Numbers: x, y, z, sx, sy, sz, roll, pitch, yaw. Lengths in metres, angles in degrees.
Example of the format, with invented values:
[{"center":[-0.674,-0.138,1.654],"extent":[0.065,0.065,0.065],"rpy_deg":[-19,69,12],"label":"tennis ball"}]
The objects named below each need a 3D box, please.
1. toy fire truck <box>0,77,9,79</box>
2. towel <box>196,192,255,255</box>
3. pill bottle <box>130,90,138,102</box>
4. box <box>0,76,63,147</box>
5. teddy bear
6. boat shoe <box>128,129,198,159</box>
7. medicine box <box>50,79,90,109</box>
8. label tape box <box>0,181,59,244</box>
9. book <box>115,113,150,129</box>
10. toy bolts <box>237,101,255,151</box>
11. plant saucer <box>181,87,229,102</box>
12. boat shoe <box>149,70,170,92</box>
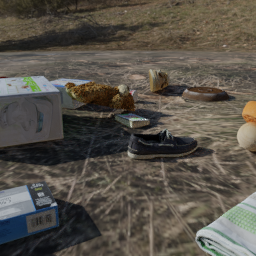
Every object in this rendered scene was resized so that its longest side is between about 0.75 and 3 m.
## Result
[{"center":[-5.021,-1.045,10.210],"extent":[2.103,1.179,1.766],"rpy_deg":[-7,-4,-22],"label":"toy fire truck"},{"center":[2.295,1.394,3.855],"extent":[2.328,0.357,1.737],"rpy_deg":[-16,25,-39],"label":"towel"},{"center":[-0.065,-1.386,11.829],"extent":[0.913,0.506,0.506],"rpy_deg":[11,22,28],"label":"pill bottle"},{"center":[-3.475,-0.619,8.114],"extent":[2.576,1.411,2.919],"rpy_deg":[-9,21,-23],"label":"box"},{"center":[-0.879,-1.189,9.614],"extent":[2.596,0.867,1.882],"rpy_deg":[9,9,-16],"label":"teddy bear"},{"center":[0.874,0.329,6.657],"extent":[1.798,0.564,0.653],"rpy_deg":[-6,20,-16],"label":"boat shoe"},{"center":[-2.460,-1.428,11.373],"extent":[1.547,0.874,1.698],"rpy_deg":[7,20,19],"label":"medicine box"},{"center":[-1.688,1.180,4.403],"extent":[0.890,0.411,1.242],"rpy_deg":[-10,23,-27],"label":"label tape box"},{"center":[0.131,-0.259,8.996],"extent":[0.681,0.245,1.019],"rpy_deg":[-8,18,-32],"label":"book"},{"center":[4.058,0.282,6.172],"extent":[2.590,1.881,2.711],"rpy_deg":[38,1,-14],"label":"toy bolts"},{"center":[3.502,-1.584,12.713],"extent":[2.109,0.338,2.109],"rpy_deg":[-1,18,0],"label":"plant saucer"},{"center":[1.607,-2.496,14.197],"extent":[1.017,1.084,2.939],"rpy_deg":[-4,17,7],"label":"boat shoe"}]
